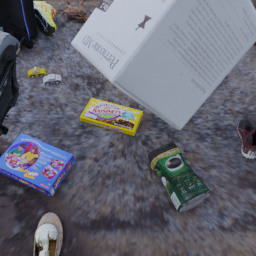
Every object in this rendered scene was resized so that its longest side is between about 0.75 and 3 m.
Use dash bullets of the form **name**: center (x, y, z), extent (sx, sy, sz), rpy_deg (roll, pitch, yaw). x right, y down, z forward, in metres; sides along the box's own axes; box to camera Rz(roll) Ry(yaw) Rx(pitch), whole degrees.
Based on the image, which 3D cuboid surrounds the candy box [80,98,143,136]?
- **candy box**: center (-0.431, -0.320, 7.474), extent (1.526, 0.201, 0.780), rpy_deg (15, 51, 11)

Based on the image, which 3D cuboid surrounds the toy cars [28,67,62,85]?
- **toy cars**: center (-2.531, -1.605, 8.433), extent (1.143, 0.253, 0.512), rpy_deg (24, 57, 17)

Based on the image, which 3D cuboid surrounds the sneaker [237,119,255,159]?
- **sneaker**: center (3.028, 0.113, 6.831), extent (0.447, 0.682, 1.181), rpy_deg (4, 52, 3)

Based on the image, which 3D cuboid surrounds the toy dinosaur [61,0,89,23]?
- **toy dinosaur**: center (-1.945, -4.242, 10.326), extent (1.277, 0.548, 0.866), rpy_deg (0, 59, 7)

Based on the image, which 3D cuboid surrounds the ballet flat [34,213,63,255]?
- **ballet flat**: center (-1.527, 2.282, 5.253), extent (0.537, 0.530, 1.577), rpy_deg (-6, 52, -5)

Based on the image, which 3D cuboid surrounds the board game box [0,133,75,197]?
- **board game box**: center (-2.140, 0.822, 6.501), extent (1.493, 0.334, 1.004), rpy_deg (21, 55, 15)

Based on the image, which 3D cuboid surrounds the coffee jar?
- **coffee jar**: center (1.057, 1.025, 6.153), extent (0.777, 0.636, 1.491), rpy_deg (-22, 56, -13)

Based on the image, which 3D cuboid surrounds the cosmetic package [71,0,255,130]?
- **cosmetic package**: center (0.645, -1.651, 5.092), extent (2.368, 1.954, 1.952), rpy_deg (-51, 43, 9)

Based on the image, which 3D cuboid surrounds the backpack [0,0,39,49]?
- **backpack**: center (-4.332, -3.828, 8.913), extent (2.614, 2.392, 1.921), rpy_deg (-2, 31, 1)

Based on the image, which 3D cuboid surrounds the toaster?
- **toaster**: center (-1.704, -0.464, 2.911), extent (0.943, 1.460, 0.830), rpy_deg (19, 59, -12)

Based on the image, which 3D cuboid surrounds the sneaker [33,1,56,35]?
- **sneaker**: center (-2.920, -4.070, 10.057), extent (0.867, 0.750, 1.920), rpy_deg (-21, 58, -26)
